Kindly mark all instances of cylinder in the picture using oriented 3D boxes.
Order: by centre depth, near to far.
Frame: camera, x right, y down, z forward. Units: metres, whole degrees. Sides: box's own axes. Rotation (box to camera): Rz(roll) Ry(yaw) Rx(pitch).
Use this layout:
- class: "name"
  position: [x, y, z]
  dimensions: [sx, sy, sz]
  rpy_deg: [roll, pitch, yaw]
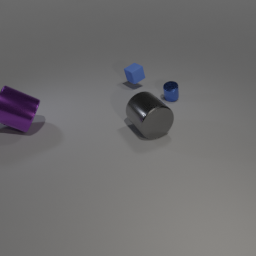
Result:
- class: "cylinder"
  position: [-4.274, -0.710, 10.673]
  dimensions: [1.400, 1.400, 1.400]
  rpy_deg: [23, 28, -20]
- class: "cylinder"
  position: [0.817, -0.503, 10.788]
  dimensions: [1.400, 1.400, 1.400]
  rpy_deg: [-14, 36, -21]
- class: "cylinder"
  position: [2.020, -1.712, 13.116]
  dimensions: [0.700, 0.700, 0.700]
  rpy_deg: [-7, 50, 8]

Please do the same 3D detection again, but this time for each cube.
- class: "cube"
  position: [0.332, -2.736, 14.039]
  dimensions: [0.700, 0.700, 0.700]
  rpy_deg: [-34, 41, -19]
